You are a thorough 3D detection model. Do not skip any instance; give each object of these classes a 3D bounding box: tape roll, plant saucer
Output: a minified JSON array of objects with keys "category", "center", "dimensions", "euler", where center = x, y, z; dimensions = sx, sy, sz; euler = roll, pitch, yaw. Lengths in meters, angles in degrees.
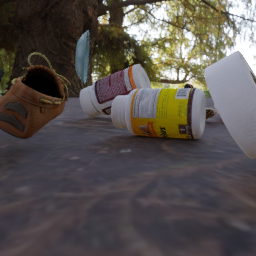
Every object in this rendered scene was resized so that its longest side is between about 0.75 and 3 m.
[{"category":"tape roll","center":[1.745,-0.348,4.116],"dimensions":[0.541,1.546,1.546],"euler":[-30,-8,29]},{"category":"plant saucer","center":[-1.717,-2.658,10.485],"dimensions":[0.378,1.964,1.964],"euler":[5,7,-5]}]

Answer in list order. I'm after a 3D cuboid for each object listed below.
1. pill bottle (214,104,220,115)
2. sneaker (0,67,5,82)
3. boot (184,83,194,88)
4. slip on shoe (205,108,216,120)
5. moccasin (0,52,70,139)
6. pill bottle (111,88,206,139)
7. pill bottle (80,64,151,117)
[{"category":"pill bottle","center":[3.909,-0.929,10.955],"dimensions":[1.003,1.003,1.770],"euler":[3,9,20]},{"category":"sneaker","center":[-3.600,-1.185,6.181],"dimensions":[1.041,1.479,2.785],"euler":[13,-20,-8]},{"category":"boot","center":[1.892,-0.869,10.005],"dimensions":[0.517,1.335,0.923],"euler":[25,33,38]},{"category":"slip on shoe","center":[2.861,-0.528,9.902],"dimensions":[0.302,0.379,0.998],"euler":[-38,-9,-15]},{"category":"moccasin","center":[-1.757,-0.799,5.669],"dimensions":[1.082,1.142,2.957],"euler":[31,14,-5]},{"category":"pill bottle","center":[0.720,-0.366,6.725],"dimensions":[2.126,1.161,1.161],"euler":[3,8,23]},{"category":"pill bottle","center":[-0.504,-1.395,11.212],"dimensions":[2.634,1.504,1.504],"euler":[-17,1,22]}]
